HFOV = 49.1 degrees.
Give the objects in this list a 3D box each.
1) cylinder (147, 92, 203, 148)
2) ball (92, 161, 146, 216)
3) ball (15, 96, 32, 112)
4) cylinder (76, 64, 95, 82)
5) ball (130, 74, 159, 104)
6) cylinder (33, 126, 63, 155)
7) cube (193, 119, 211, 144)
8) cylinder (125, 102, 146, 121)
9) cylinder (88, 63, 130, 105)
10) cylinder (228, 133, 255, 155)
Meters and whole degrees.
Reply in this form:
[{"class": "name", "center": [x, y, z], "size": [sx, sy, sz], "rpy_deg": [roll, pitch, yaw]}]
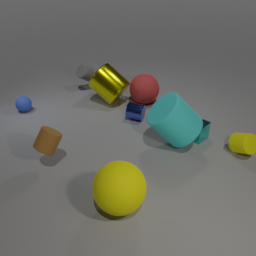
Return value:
[{"class": "cylinder", "center": [1.612, -0.268, 9.693], "size": [1.400, 1.400, 1.400], "rpy_deg": [-38, 28, 25]}, {"class": "ball", "center": [-0.222, 1.551, 7.267], "size": [1.400, 1.400, 1.400], "rpy_deg": [0, 31, 0]}, {"class": "ball", "center": [-4.669, -1.078, 12.529], "size": [0.700, 0.700, 0.700], "rpy_deg": [0, 31, 0]}, {"class": "cylinder", "center": [-2.151, -2.793, 14.246], "size": [0.700, 0.700, 0.700], "rpy_deg": [29, 10, 39]}, {"class": "ball", "center": [0.771, -1.840, 13.167], "size": [1.400, 1.400, 1.400], "rpy_deg": [0, 31, 0]}, {"class": "cylinder", "center": [-2.518, 0.393, 8.788], "size": [0.700, 0.700, 0.700], "rpy_deg": [27, 7, -3]}, {"class": "cube", "center": [2.613, 0.078, 10.618], "size": [0.700, 0.700, 0.700], "rpy_deg": [27, 40, 37]}, {"class": "cylinder", "center": [0.325, -0.707, 11.912], "size": [0.700, 0.700, 0.700], "rpy_deg": [13, 33, 16]}, {"class": "cylinder", "center": [-0.866, -2.034, 13.011], "size": [1.400, 1.400, 1.400], "rpy_deg": [42, 39, 0]}, {"class": "cylinder", "center": [3.945, 0.524, 9.573], "size": [0.700, 0.700, 0.700], "rpy_deg": [-15, 9, -24]}]
